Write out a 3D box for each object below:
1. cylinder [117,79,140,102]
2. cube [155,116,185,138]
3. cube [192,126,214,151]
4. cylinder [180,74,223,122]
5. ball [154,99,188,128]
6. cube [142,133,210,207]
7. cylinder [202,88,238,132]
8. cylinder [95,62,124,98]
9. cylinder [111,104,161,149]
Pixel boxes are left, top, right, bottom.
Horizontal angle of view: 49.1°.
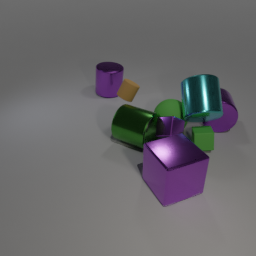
[{"bbox_3d":[0.010,-1.507,11.205,0.700,0.700,0.700,26,19,-10],"label":"cylinder"},{"bbox_3d":[1.476,0.012,9.810,0.700,0.700,0.700,17,-13,-41],"label":"cube"},{"bbox_3d":[2.734,0.376,10.265,0.700,0.700,0.700,-3,22,6],"label":"cube"},{"bbox_3d":[2.669,-1.045,10.215,1.400,1.400,1.400,-2,76,-1],"label":"cylinder"},{"bbox_3d":[1.703,-0.455,11.128,1.400,1.400,1.400,0,32,0],"label":"ball"},{"bbox_3d":[1.370,1.210,8.411,1.400,1.400,1.400,-13,34,-21],"label":"cube"},{"bbox_3d":[3.710,-0.758,11.591,1.400,1.400,1.400,4,32,7],"label":"cylinder"},{"bbox_3d":[-0.955,-2.478,14.302,1.400,1.400,1.400,4,34,-3],"label":"cylinder"},{"bbox_3d":[0.324,-0.056,10.454,1.400,1.400,1.400,19,36,27],"label":"cylinder"}]
